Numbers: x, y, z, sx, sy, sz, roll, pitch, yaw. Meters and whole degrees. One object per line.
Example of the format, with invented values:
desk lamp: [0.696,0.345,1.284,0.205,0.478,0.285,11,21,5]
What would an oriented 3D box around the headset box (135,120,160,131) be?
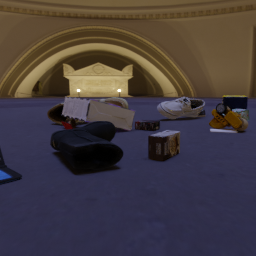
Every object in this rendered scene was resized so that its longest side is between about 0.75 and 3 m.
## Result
headset box: [0.665,-0.106,10.132,0.825,0.310,0.614,4,9,27]

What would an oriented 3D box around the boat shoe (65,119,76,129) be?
boat shoe: [-2.149,-0.126,10.283,0.371,0.372,1.032,-12,8,-3]

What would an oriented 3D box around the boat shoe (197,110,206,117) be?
boat shoe: [3.441,-0.803,14.768,1.267,0.397,0.460,2,8,12]

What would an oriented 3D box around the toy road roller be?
toy road roller: [3.467,-0.221,9.880,0.768,0.913,1.250,5,38,-52]

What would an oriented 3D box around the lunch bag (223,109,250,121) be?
lunch bag: [4.675,-0.545,12.313,0.967,0.590,0.824,-8,9,-15]

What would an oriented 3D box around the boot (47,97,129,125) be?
boot: [-1.649,-0.688,11.705,2.884,1.039,2.230,-2,5,30]

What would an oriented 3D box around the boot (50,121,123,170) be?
boot: [-0.642,0.294,5.915,1.652,0.658,2.004,-15,10,-25]

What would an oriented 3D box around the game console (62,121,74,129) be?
game console: [-1.556,0.041,8.485,0.702,0.483,0.814,-5,10,-31]

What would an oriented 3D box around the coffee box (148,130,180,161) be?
coffee box: [0.801,0.365,6.079,0.361,0.511,0.903,5,10,32]

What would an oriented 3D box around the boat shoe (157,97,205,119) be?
boat shoe: [2.619,-1.034,13.367,2.769,0.910,0.996,2,48,-34]

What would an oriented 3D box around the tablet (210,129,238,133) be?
tablet: [3.295,0.091,9.667,0.876,0.060,0.570,3,8,15]

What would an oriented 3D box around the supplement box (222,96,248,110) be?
supplement box: [5.245,-1.042,13.903,1.111,1.104,2.029,3,8,19]

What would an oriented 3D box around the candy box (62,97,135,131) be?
candy box: [-1.114,-0.524,10.073,1.804,0.769,2.151,12,0,-35]

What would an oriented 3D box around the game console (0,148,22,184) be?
game console: [-2.428,0.545,4.460,0.659,0.951,1.114,-28,-12,39]
